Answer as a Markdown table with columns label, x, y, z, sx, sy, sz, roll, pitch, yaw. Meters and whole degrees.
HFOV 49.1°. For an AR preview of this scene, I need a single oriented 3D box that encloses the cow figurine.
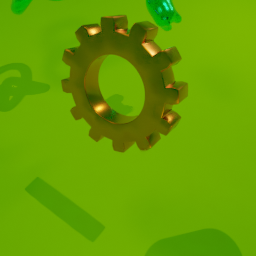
| label | x | y | z | sx | sy | sz | roll | pitch | yaw |
| --- | --- | --- | --- | --- | --- | --- | --- | --- | --- |
| cow figurine | 0.544 | -2.594 | 5.738 | 1.123 | 0.626 | 1.141 | -6 | 69 | -55 |

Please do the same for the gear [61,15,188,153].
| label | x | y | z | sx | sy | sz | roll | pitch | yaw |
| --- | --- | --- | --- | --- | --- | --- | --- | --- | --- |
| gear | -0.122 | -0.590 | 4.095 | 1.933 | 1.933 | 0.358 | 30 | 35 | 18 |

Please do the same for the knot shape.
| label | x | y | z | sx | sy | sz | roll | pitch | yaw |
| --- | --- | --- | --- | --- | --- | --- | --- | --- | --- |
| knot shape | -2.058 | -3.228 | 6.094 | 1.827 | 0.844 | 1.710 | 23 | 83 | 15 |
